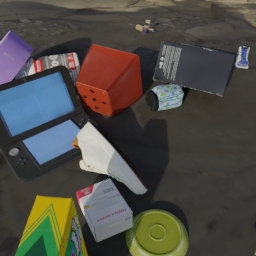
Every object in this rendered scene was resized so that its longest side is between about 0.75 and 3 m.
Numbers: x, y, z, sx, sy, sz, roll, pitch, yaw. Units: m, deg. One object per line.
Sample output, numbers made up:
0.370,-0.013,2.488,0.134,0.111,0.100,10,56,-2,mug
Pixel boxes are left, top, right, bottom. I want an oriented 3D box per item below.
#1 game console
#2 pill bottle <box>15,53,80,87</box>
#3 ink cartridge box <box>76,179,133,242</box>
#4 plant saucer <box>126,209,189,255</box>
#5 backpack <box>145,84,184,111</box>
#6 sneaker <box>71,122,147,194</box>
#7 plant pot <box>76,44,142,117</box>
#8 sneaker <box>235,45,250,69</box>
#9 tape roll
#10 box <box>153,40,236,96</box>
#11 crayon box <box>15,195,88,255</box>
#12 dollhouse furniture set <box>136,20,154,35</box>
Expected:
-2.357,-0.271,8.066,2.856,1.690,2.438,-28,47,-28,game console
-2.943,-2.016,10.428,2.271,1.293,1.293,-11,42,-12,pill bottle
-0.550,1.828,6.375,0.905,0.525,1.226,-17,35,-20,ink cartridge box
0.642,2.334,6.144,1.382,0.215,1.382,-1,41,0,plant saucer
1.345,-1.074,9.752,1.208,0.929,0.985,4,32,-18,backpack
-0.556,0.995,7.387,1.052,0.905,2.485,-46,63,0,sneaker
-0.726,-1.463,9.552,1.825,1.827,1.610,20,57,22,plant pot
4.981,-3.166,12.195,0.514,0.735,1.273,7,41,10,sneaker
-4.503,-2.291,10.021,2.265,0.962,2.265,-35,33,27,tape roll
2.433,-2.166,9.859,2.321,1.327,2.549,18,20,16,box
-1.174,2.506,4.371,0.649,2.226,1.920,1,40,3,crayon box
0.948,-5.510,15.100,0.671,0.749,0.946,-11,36,-36,dollhouse furniture set
